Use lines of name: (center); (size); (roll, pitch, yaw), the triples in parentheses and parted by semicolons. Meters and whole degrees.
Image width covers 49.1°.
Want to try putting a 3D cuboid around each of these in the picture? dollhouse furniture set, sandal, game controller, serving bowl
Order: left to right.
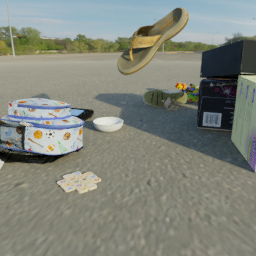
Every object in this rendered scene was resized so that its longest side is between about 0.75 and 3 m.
game controller: (-2.621, -0.655, 12.821); (2.066, 0.435, 1.078); (6, 18, 21)
serving bowl: (-0.781, -0.104, 11.128); (1.185, 0.390, 1.185); (0, 18, 0)
sandal: (0.625, -2.768, 8.580); (0.730, 2.704, 1.086); (33, 24, -46)
dollhouse furniture set: (2.210, -1.299, 14.136); (0.418, 0.855, 0.729); (17, 63, 46)

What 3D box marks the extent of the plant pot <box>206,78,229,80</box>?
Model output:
plant pot: (5.138, -2.113, 15.148); (2.299, 2.299, 2.460); (8, 35, 25)

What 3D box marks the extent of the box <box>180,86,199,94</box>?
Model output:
box: (4.240, -2.480, 18.576); (1.502, 0.483, 0.526); (2, 17, 10)

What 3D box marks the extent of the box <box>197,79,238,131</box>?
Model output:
box: (4.332, -0.914, 11.118); (2.928, 1.935, 1.680); (6, 14, 18)

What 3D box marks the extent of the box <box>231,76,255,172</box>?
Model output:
box: (4.155, -0.255, 8.353); (1.273, 2.316, 2.633); (2, 17, 6)

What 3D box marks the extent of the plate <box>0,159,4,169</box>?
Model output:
plate: (-4.344, 0.196, 7.398); (0.417, 2.573, 2.579); (-34, 20, 1)

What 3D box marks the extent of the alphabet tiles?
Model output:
alphabet tiles: (-1.221, 1.350, 7.013); (0.965, 0.072, 0.986); (-13, 22, -34)

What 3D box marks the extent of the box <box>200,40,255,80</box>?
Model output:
box: (4.372, -2.458, 10.638); (2.113, 1.180, 2.993); (-1, 8, -12)

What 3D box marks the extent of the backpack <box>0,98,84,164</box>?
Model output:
backpack: (-2.512, 0.017, 8.631); (2.295, 1.856, 2.409); (15, 17, 11)

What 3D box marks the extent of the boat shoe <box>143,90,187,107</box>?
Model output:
boat shoe: (1.914, -1.624, 15.295); (2.538, 0.949, 0.868); (1, 10, -19)

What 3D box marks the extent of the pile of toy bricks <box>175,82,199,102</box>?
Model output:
pile of toy bricks: (3.629, -1.881, 16.253); (1.985, 1.101, 0.980); (12, 42, -17)
